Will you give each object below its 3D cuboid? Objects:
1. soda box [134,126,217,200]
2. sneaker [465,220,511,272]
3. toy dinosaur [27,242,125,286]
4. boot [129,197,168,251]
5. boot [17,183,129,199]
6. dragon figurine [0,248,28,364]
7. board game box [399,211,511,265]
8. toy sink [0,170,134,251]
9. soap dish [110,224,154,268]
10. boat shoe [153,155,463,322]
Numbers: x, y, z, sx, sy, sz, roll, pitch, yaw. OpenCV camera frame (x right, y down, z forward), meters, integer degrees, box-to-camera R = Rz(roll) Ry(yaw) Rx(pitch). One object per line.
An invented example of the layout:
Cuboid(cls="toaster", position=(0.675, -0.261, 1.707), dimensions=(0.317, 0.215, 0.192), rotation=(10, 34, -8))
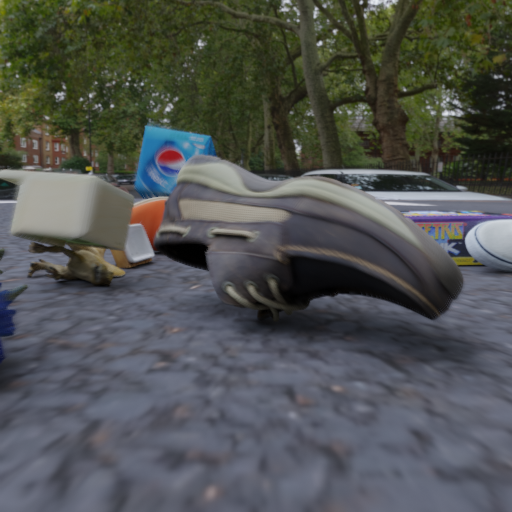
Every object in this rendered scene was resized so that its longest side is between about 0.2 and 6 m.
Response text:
Cuboid(cls="soda box", position=(-1.411, -1.382, 11.530), dimensions=(1.249, 1.181, 3.682), rotation=(8, -7, 2))
Cuboid(cls="sneaker", position=(3.890, -0.278, 7.557), dimensions=(2.156, 0.787, 0.763), rotation=(-1, -32, -16))
Cuboid(cls="toy dinosaur", position=(-2.292, 0.051, 7.307), dimensions=(1.185, 0.682, 2.343), rotation=(13, 11, -15))
Cuboid(cls="boot", position=(-1.105, -0.470, 9.262), dimensions=(2.538, 0.952, 1.361), rotation=(1, 8, -4))
Cuboid(cls="boot", position=(-4.229, -1.163, 13.012), dimensions=(2.080, 0.905, 2.500), rotation=(-28, 35, -29))
Cuboid(cls="dragon figurine", position=(-2.992, -0.395, 4.150), dimensions=(2.018, 1.194, 4.058), rotation=(-13, 37, -25))
Cuboid(cls="board game box", position=(2.785, -0.340, 9.073), dimensions=(2.653, 0.752, 2.193), rotation=(-1, 6, -4))
Cuboid(cls="toy sink", position=(-2.295, -0.502, 6.626), dimensions=(1.346, 0.754, 0.877), rotation=(7, -7, 18))
Cuboid(cls="soap dish", position=(-1.853, -0.140, 8.203), dimensions=(0.317, 0.614, 0.781), rotation=(-22, 1, 16))
Cuboid(cls="boat shoe", position=(0.210, 0.024, 4.798), dimensions=(1.181, 1.162, 3.170), rotation=(37, -10, -40))
